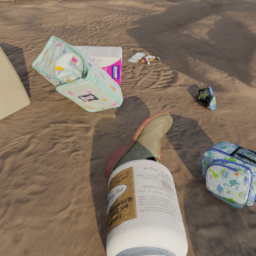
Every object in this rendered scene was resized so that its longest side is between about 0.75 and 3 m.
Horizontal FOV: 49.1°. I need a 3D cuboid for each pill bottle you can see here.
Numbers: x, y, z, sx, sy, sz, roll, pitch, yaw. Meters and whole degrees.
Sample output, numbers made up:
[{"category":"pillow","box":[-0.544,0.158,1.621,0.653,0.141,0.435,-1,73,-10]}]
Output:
[{"category":"pill bottle","box":[0.347,2.084,5.686,1.574,1.574,2.753,-1,35,-2]}]

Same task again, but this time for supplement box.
[{"category":"supplement box","box":[-1.665,-2.911,13.014,2.738,1.386,1.415,0,35,1]}]

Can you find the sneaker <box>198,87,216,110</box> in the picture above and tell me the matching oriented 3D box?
[{"category":"sneaker","box":[3.175,-1.164,11.344,0.647,0.553,1.561,-10,32,10]}]

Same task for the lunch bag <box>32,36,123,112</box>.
[{"category":"lunch bag","box":[-1.697,-1.779,10.261,2.802,2.387,1.709,34,88,34]}]

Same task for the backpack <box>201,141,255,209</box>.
[{"category":"backpack","box":[2.632,1.141,7.177,1.148,1.430,1.563,-28,39,-34]}]

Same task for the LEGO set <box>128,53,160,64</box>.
[{"category":"LEGO set","box":[0.932,-3.870,15.312,1.523,0.374,1.138,18,42,24]}]

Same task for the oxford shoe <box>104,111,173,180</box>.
[{"category":"oxford shoe","box":[0.618,0.629,8.195,1.095,1.031,2.927,25,57,30]}]

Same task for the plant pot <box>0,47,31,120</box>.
[{"category":"plant pot","box":[-5.930,-1.845,10.445,2.926,2.591,2.923,21,40,26]}]
